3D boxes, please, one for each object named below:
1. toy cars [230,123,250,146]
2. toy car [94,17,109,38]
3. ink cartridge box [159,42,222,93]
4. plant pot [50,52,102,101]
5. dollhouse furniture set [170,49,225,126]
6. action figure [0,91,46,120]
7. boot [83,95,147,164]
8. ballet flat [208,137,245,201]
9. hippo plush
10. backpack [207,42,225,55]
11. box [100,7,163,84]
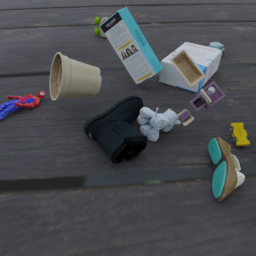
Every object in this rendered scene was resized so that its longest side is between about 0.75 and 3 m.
[{"bbox_3d":[4.176,0.577,9.350,0.910,0.449,2.030,-35,53,-21],"label":"toy cars"},{"bbox_3d":[-1.288,-6.467,17.853,1.289,1.238,1.569,12,28,6],"label":"toy car"},{"bbox_3d":[2.981,-2.942,13.236,1.955,1.145,2.705,22,45,25],"label":"ink cartridge box"},{"bbox_3d":[-1.814,-1.711,9.888,1.505,1.644,1.644,3,33,-29],"label":"plant pot"},{"bbox_3d":[1.838,-1.399,8.848,1.672,1.498,2.111,-37,82,9],"label":"dollhouse furniture set"},{"bbox_3d":[-4.485,-0.937,11.152,2.621,0.677,0.857,-26,43,-33],"label":"action figure"},{"bbox_3d":[0.009,0.026,9.545,2.568,0.981,2.158,-30,43,-23],"label":"boot"},{"bbox_3d":[2.967,1.226,8.369,0.879,0.824,2.429,20,34,-5],"label":"ballet flat"},{"bbox_3d":[1.128,-0.350,9.866,1.166,1.450,1.155,-21,64,-36],"label":"hippo plush"},{"bbox_3d":[4.741,-4.301,15.402,0.934,0.703,0.829,-17,40,-12],"label":"backpack"},{"bbox_3d":[0.161,-3.442,11.954,1.215,2.953,0.726,-20,18,43],"label":"box"}]
